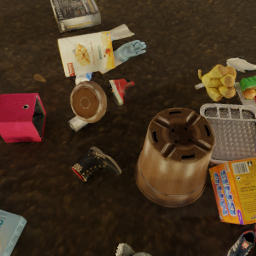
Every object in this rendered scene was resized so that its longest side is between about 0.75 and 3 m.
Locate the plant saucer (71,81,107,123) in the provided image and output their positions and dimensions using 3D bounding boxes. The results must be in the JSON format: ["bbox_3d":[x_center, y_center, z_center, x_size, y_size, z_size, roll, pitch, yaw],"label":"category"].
[{"bbox_3d":[-1.440,-0.896,9.743,1.482,1.482,0.238,29,23,19],"label":"plant saucer"}]

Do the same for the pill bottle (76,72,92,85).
[{"bbox_3d":[-1.978,-2.163,12.431,0.633,0.633,1.127,3,57,2],"label":"pill bottle"}]

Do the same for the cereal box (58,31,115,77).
[{"bbox_3d":[-1.596,-2.898,10.957,1.999,1.438,0.395,-14,23,-10],"label":"cereal box"}]

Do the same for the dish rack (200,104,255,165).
[{"bbox_3d":[3.948,0.309,10.741,2.315,0.587,2.697,4,55,1],"label":"dish rack"}]

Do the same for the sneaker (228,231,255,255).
[{"bbox_3d":[3.451,3.626,8.457,0.483,0.545,1.289,32,61,20],"label":"sneaker"}]

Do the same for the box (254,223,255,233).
[{"bbox_3d":[4.389,3.544,8.430,0.732,0.676,1.427,5,55,4],"label":"box"}]

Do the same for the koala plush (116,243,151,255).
[{"bbox_3d":[0.222,4.254,7.399,1.864,1.932,2.102,18,45,12],"label":"koala plush"}]

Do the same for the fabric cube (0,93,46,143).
[{"bbox_3d":[-4.073,-0.384,10.715,1.414,1.418,1.391,-1,56,-1],"label":"fabric cube"}]

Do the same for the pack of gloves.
[{"bbox_3d":[-0.724,-4.177,13.867,2.958,0.584,2.485,-31,60,-19],"label":"pack of gloves"}]

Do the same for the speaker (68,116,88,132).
[{"bbox_3d":[-1.750,-0.388,11.265,1.265,0.514,0.514,-37,63,-23],"label":"speaker"}]

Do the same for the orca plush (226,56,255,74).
[{"bbox_3d":[5.418,-2.944,13.003,1.567,0.824,0.557,2,12,29],"label":"orca plush"}]

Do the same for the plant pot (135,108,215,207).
[{"bbox_3d":[1.550,0.859,9.146,2.618,2.592,2.618,0,54,0],"label":"plant pot"}]

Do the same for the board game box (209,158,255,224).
[{"bbox_3d":[3.793,1.890,8.641,1.751,1.749,1.749,-7,74,-5],"label":"board game box"}]

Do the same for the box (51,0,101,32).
[{"bbox_3d":[-2.955,-6.595,15.460,2.273,0.694,2.870,-16,57,-11],"label":"box"}]

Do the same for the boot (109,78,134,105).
[{"bbox_3d":[-0.142,-1.633,12.147,1.055,0.530,1.463,-13,53,-10],"label":"boot"}]

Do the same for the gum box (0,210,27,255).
[{"bbox_3d":[-4.705,3.671,8.402,2.218,0.582,2.611,13,56,9],"label":"gum box"}]

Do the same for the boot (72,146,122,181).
[{"bbox_3d":[-1.124,1.438,9.953,1.575,0.576,1.186,35,61,26],"label":"boot"}]

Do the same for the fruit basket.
[{"bbox_3d":[5.466,-1.333,11.912,1.578,0.798,1.703,-13,72,-9],"label":"fruit basket"}]

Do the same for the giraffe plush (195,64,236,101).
[{"bbox_3d":[4.058,-2.114,12.126,1.478,1.573,1.823,-29,24,-30],"label":"giraffe plush"}]
